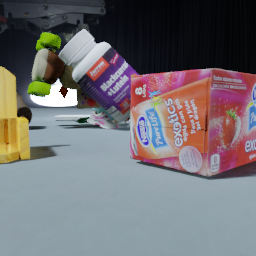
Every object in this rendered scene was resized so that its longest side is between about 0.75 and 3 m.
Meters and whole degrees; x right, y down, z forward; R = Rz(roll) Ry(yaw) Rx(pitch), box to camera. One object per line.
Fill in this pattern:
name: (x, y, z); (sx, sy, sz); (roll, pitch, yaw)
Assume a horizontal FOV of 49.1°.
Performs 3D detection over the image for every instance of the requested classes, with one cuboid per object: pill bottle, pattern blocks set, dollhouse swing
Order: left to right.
dollhouse swing: (-2.731, -0.324, 4.790); (1.887, 1.659, 1.715); (-1, 5, -23)
pattern blocks set: (-1.458, -1.572, 11.171); (2.531, 2.879, 0.233); (5, -5, -10)
pill bottle: (-0.766, -1.737, 9.283); (2.962, 1.650, 1.650); (43, -5, -13)

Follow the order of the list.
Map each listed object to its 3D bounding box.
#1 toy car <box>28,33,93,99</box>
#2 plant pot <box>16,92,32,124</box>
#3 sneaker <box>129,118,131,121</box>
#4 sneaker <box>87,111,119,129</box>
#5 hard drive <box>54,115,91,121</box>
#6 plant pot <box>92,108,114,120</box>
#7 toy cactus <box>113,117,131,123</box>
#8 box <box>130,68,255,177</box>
toy car: (-2.238, -2.050, 10.571); (2.550, 2.095, 2.012); (11, -1, -25)
plant pot: (-4.058, -0.568, 9.831); (1.259, 1.443, 1.443); (23, 17, 31)
sneaker: (0.238, -0.666, 13.359); (0.502, 0.705, 1.421); (-3, 5, -14)
sneaker: (-0.852, -0.290, 9.830); (1.152, 0.508, 0.469); (18, 9, 9)
hard drive: (-2.602, -0.515, 14.159); (1.875, 0.250, 1.237); (0, 5, 6)
plant pot: (-0.832, -1.245, 14.376); (2.486, 1.666, 2.486); (0, 5, 0)
toy cactus: (-0.142, -0.376, 12.016); (0.947, 0.587, 1.147); (-20, 11, -8)
box: (1.506, -0.191, 4.750); (2.857, 1.364, 1.424); (-5, 7, -43)
